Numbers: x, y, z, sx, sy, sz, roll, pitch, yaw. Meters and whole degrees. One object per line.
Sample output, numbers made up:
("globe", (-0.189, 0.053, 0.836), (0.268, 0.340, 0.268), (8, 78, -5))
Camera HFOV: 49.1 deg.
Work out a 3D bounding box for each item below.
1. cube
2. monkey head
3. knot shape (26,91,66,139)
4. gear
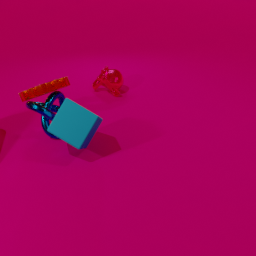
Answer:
("cube", (-1.083, -0.072, 5.904), (0.769, 0.769, 0.769), (30, -1, 2))
("monkey head", (-0.630, -1.496, 9.152), (0.805, 0.961, 1.336), (33, 31, -30))
("knot shape", (-1.770, -0.409, 6.785), (1.235, 0.570, 1.155), (41, 33, -15))
("gear", (-2.032, -0.953, 6.871), (1.206, 0.223, 1.206), (-19, 11, 4))
